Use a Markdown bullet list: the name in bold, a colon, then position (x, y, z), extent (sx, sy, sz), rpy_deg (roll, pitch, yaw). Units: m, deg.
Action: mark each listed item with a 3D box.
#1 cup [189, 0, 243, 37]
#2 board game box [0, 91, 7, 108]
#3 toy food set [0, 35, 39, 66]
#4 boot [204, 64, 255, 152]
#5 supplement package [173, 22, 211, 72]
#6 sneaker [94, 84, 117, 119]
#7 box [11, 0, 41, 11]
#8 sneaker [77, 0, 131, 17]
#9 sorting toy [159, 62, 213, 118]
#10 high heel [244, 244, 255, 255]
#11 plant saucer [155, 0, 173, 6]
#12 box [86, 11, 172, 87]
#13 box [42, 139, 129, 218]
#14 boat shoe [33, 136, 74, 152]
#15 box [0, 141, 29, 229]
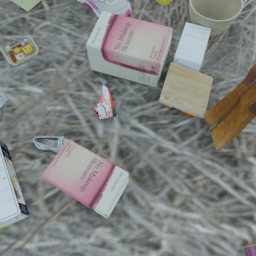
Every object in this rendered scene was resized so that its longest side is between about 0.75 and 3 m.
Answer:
- **cup**: position (2.759, -3.749, 9.304), extent (1.678, 1.200, 1.678), rpy_deg (0, 66, 0)
- **board game box**: position (-4.320, -0.650, 8.277), extent (0.641, 0.653, 1.245), rpy_deg (28, 69, 12)
- **toy food set**: position (-3.589, -2.606, 9.293), extent (1.070, 0.323, 0.768), rpy_deg (-33, 71, -13)
- **boot**: position (2.872, -0.334, 6.437), extent (0.864, 2.524, 2.376), rpy_deg (21, 37, -30)
- **supplement package**: position (2.003, -2.451, 8.935), extent (0.853, 0.856, 1.459), rpy_deg (18, 68, 7)
- **sneaker**: position (-0.776, -0.790, 8.491), extent (0.597, 0.372, 1.114), rpy_deg (-15, 70, -9)
- **box**: position (-3.427, -5.903, 9.419), extent (1.295, 2.679, 2.357), rpy_deg (35, 72, 13)
- **sneaker**: position (-1.013, -4.702, 9.742), extent (2.577, 1.137, 1.048), rpy_deg (34, 71, 13)
- **sorting toy**: position (1.711, -1.088, 8.449), extent (1.385, 0.482, 1.376), rpy_deg (20, 69, -4)
- **high heel**: position (3.917, 3.219, 6.586), extent (2.133, 0.719, 1.025), rpy_deg (-11, 57, 11)
- **plant saucer**: position (1.365, -5.446, 10.491), extent (1.499, 0.363, 1.499), rpy_deg (-41, 73, -15)
- **box**: position (0.059, -2.446, 8.716), extent (2.285, 1.245, 1.461), rpy_deg (16, 68, 7)
- **box**: position (-1.035, 1.312, 7.243), extent (1.845, 1.005, 1.179), rpy_deg (27, 70, 11)
- **boat shoe**: position (-2.103, 0.433, 7.970), extent (1.152, 0.369, 0.425), rpy_deg (7, 67, 3)
- **box**: position (-3.595, 1.544, 7.340), extent (1.270, 0.655, 2.178), rpy_deg (-24, 69, -10)
